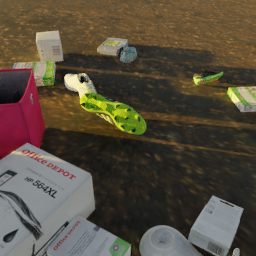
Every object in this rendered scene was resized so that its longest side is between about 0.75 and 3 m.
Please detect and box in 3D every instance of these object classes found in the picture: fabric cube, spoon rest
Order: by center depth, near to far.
[{"bbox_3d":[1.057,2.270,5.085,1.788,0.542,0.888,4,33,28],"label":"spoon rest"},{"bbox_3d":[-3.333,-0.226,7.201,1.947,1.941,1.910,-4,35,-6],"label":"fabric cube"}]

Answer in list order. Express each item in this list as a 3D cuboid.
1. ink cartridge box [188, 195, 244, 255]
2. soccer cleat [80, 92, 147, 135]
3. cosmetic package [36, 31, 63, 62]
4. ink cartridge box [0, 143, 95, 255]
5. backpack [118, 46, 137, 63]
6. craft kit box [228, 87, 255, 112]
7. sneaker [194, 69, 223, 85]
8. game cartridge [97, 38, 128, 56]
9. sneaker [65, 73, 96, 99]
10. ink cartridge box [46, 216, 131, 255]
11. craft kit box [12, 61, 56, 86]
[{"bbox_3d":[1.780,1.908,5.560,0.720,0.333,1.322,21,27,26],"label":"ink cartridge box"},{"bbox_3d":[-0.395,-0.477,8.574,2.302,0.777,0.933,28,6,17],"label":"soccer cleat"},{"bbox_3d":[-3.549,-3.700,12.739,1.033,1.039,1.242,-9,36,-11],"label":"cosmetic package"},{"bbox_3d":[-2.196,1.649,5.291,1.950,1.126,2.671,20,41,26],"label":"ink cartridge box"},{"bbox_3d":[0.024,-3.274,12.491,0.764,0.678,0.575,-8,59,-18],"label":"backpack"},{"bbox_3d":[4.310,-1.019,9.704,1.270,0.312,1.286,0,36,-4],"label":"craft kit box"},{"bbox_3d":[3.123,-2.067,10.844,1.313,0.504,0.550,-15,71,-21],"label":"sneaker"},{"bbox_3d":[-0.657,-4.059,13.872,1.164,0.353,1.746,13,38,11],"label":"game cartridge"},{"bbox_3d":[-1.712,-1.661,10.145,0.721,0.821,2.050,-24,41,-27],"label":"sneaker"},{"bbox_3d":[-0.680,2.256,4.981,1.210,0.508,0.880,19,40,25],"label":"ink cartridge box"},{"bbox_3d":[-3.800,-2.191,11.250,1.657,0.407,1.678,-7,37,-5],"label":"craft kit box"}]
